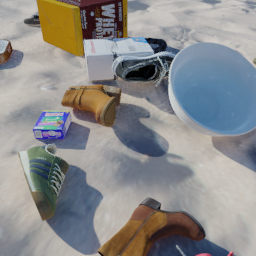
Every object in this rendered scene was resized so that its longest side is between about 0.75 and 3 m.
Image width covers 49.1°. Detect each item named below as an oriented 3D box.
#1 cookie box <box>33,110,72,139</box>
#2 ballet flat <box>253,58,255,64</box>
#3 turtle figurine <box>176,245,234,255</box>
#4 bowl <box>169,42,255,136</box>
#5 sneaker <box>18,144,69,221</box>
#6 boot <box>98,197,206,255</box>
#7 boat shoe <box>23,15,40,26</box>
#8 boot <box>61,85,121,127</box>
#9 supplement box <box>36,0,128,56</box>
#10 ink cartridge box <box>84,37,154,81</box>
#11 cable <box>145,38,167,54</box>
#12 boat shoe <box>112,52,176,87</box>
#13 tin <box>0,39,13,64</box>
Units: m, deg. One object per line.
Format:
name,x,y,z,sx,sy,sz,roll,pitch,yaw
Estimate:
cookie box,-1.946,-0.099,7.288,0.755,0.332,0.883,1,35,4
ballet flat,5.818,-2.405,10.334,2.238,0.519,0.754,17,39,22
turtle figurine,0.775,2.548,2.794,2.187,1.471,2.921,-15,44,-20
bowl,2.069,-0.811,7.160,2.575,1.157,2.575,5,67,-13
sneaker,-1.578,0.911,5.600,0.864,0.646,1.925,-21,37,-19
boot,0.402,1.829,4.509,1.292,0.470,1.372,24,43,29
boat shoe,-4.610,-5.857,15.039,2.186,0.623,0.731,8,37,11
boot,-1.096,-0.707,7.731,1.592,0.786,2.051,5,35,5
supplement box,-1.975,-4.826,12.516,2.858,1.898,2.819,-30,45,-35
ink cartridge box,-0.385,-2.539,10.118,2.305,0.971,1.667,-5,36,-8
cable,0.601,-3.409,11.840,2.120,0.538,1.729,-9,32,-9
boat shoe,0.819,-1.899,9.083,2.637,0.974,0.901,-6,38,-34
tin,-5.465,-3.143,11.486,1.190,0.445,2.126,-10,37,-6
